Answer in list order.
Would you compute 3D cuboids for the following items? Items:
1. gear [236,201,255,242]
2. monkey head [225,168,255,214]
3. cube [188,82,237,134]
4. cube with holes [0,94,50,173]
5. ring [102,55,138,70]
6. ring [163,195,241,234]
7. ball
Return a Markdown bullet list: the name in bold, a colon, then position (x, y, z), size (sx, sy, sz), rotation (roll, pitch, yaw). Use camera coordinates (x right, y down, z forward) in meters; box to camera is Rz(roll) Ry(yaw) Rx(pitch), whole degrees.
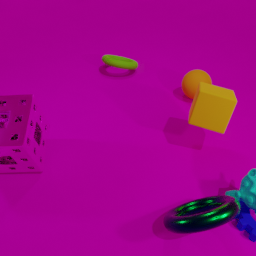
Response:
- **gear**: position (2.906, 1.886, 5.970), size (1.263, 0.234, 1.263), rotation (0, 39, 0)
- **monkey head**: position (2.594, 1.432, 5.947), size (0.730, 0.872, 1.212), rotation (21, 52, -38)
- **cube**: position (2.113, -0.536, 7.107), size (0.907, 0.907, 0.907), rotation (17, 26, 7)
- **cube with holes**: position (-2.829, 0.171, 6.738), size (1.363, 1.363, 1.363), rotation (-2, 58, 2)
- **ring**: position (-0.317, -2.610, 11.086), size (1.452, 0.290, 1.452), rotation (11, 21, -4)
- **ring**: position (1.424, 1.666, 5.476), size (1.513, 1.513, 0.303), rotation (-15, 84, -18)
- **ball**: position (2.319, -1.471, 9.478), size (0.993, 0.993, 0.993), rotation (0, 39, 0)
